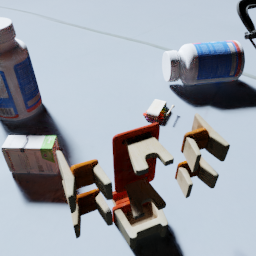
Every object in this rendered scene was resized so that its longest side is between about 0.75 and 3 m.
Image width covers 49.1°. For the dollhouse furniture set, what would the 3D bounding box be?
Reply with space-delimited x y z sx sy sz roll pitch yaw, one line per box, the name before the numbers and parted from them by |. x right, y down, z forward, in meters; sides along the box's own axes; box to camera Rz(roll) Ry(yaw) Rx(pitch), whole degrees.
dollhouse furniture set | 0.148 1.024 5.493 2.767 2.737 1.425 -15 45 -17

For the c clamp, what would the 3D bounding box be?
c clamp | 3.541 -2.739 7.383 1.881 0.255 1.607 -28 84 -29

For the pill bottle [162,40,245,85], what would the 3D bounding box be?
pill bottle | 2.820 -2.475 10.760 2.809 1.577 1.577 -6 39 -8

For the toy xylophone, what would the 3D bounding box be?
toy xylophone | 1.060 -0.595 9.458 0.836 0.287 1.142 22 44 24

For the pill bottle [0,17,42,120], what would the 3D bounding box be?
pill bottle | -3.839 -1.832 8.870 1.639 2.921 1.639 -1 39 1

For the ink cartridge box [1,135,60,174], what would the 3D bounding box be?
ink cartridge box | -2.485 0.698 7.336 1.290 0.939 0.542 2 39 2
